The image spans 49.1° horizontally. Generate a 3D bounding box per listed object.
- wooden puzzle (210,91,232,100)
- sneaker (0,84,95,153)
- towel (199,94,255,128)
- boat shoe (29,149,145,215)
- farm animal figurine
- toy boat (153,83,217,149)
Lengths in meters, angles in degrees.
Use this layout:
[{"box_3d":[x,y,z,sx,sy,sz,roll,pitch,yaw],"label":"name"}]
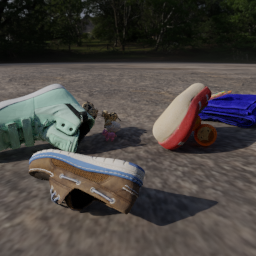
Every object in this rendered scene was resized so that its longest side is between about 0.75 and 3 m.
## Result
[{"box_3d":[2.996,-1.095,9.377,0.923,0.065,0.548,-19,9,15],"label":"wooden puzzle"},{"box_3d":[-1.957,0.113,5.878,1.592,0.993,2.698,38,54,22],"label":"sneaker"},{"box_3d":[3.531,-0.737,9.307,2.003,0.672,2.712,14,21,35],"label":"towel"},{"box_3d":[-0.727,0.743,3.826,1.888,0.683,0.682,0,-30,32],"label":"boat shoe"},{"box_3d":[-0.723,-0.258,7.104,1.197,0.602,0.967,20,28,6],"label":"farm animal figurine"},{"box_3d":[1.508,-0.107,6.550,1.308,1.306,2.001,43,40,8],"label":"toy boat"}]
